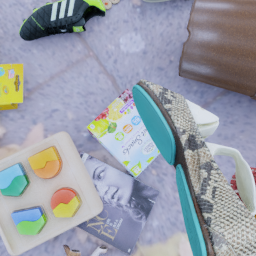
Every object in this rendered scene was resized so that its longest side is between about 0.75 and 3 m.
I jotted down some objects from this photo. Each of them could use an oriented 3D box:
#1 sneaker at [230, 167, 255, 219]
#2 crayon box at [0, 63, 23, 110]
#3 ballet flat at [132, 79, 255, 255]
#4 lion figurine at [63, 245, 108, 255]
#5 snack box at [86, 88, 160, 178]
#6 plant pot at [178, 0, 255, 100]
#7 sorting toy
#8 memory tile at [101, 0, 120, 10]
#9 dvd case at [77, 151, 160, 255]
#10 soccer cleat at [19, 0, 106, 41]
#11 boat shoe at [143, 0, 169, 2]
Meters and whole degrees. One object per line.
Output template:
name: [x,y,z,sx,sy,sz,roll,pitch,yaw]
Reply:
sneaker: [1.895,1.383,4.339,0.747,0.788,1.919,9,45,27]
crayon box: [-3.747,-1.089,7.704,1.890,0.480,1.200,-4,77,0]
ballet flat: [0.963,0.387,3.892,1.107,0.997,2.939,-14,54,-8]
lion figurine: [-0.315,3.868,6.436,2.976,1.079,1.823,9,85,16]
snack box: [0.091,0.128,7.367,1.812,0.613,1.528,43,80,7]
plant pot: [2.744,-2.051,6.996,2.611,2.637,2.637,14,78,11]
sorting toy: [-2.108,1.539,6.722,2.419,0.441,2.239,-26,88,-9]
memory tile: [-0.481,-4.254,8.616,1.262,0.106,0.968,-38,80,-8]
dvd case: [-0.588,1.882,7.190,2.333,0.186,1.735,26,79,6]
soccer cleat: [-1.839,-3.087,7.991,2.566,0.866,1.040,-33,81,-10]
boat shoe: [1.725,-4.304,8.125,2.860,0.861,1.020,-12,97,-1]
